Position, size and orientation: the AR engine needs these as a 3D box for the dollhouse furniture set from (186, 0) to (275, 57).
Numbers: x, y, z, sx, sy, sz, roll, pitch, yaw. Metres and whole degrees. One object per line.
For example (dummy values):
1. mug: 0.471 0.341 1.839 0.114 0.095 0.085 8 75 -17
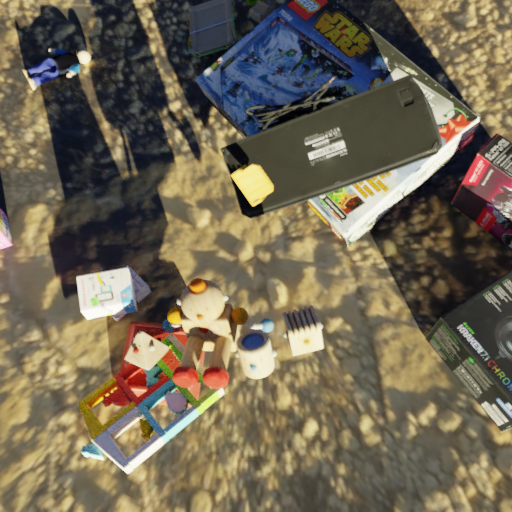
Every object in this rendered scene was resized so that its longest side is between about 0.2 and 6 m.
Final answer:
1. dollhouse furniture set: -0.143 -5.248 12.815 2.815 1.087 1.407 -12 69 15

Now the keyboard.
1. keyboard: 1.229 -2.073 9.960 3.687 0.731 1.919 -17 89 16

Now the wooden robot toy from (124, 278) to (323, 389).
1. wooden robot toy: -0.617 1.014 8.270 3.114 1.413 1.372 -2 37 11

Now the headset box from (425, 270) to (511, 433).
1. headset box: 4.271 1.361 9.032 2.190 1.016 1.907 -29 66 -14

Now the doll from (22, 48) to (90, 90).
1. doll: -4.346 -4.184 12.293 1.455 0.352 0.992 -27 67 -13

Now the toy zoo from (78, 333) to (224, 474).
1. toy zoo: -1.734 2.277 8.525 2.129 0.218 1.397 -36 54 -20

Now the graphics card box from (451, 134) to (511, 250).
1. graphics card box: 4.822 -0.718 9.740 0.679 1.676 2.671 -42 70 -17

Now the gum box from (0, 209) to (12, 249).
1. gum box: -5.595 -0.433 9.874 2.054 1.166 0.679 -17 64 -9

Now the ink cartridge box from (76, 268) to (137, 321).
1. ink cartridge box: -2.449 0.635 9.218 0.836 0.610 0.613 -11 71 -9

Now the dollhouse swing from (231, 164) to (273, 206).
1. dollhouse swing: 0.013 -1.255 9.284 0.635 0.558 0.577 54 27 -10

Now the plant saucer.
1. plant saucer: -1.571 1.739 9.273 1.365 0.251 1.367 5 63 3

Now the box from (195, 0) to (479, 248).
1. box: 1.404 -2.862 10.832 3.145 0.916 4.593 -40 69 1

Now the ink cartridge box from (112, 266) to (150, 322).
1. ink cartridge box: -2.325 0.646 9.741 0.572 0.333 0.791 43 73 12
